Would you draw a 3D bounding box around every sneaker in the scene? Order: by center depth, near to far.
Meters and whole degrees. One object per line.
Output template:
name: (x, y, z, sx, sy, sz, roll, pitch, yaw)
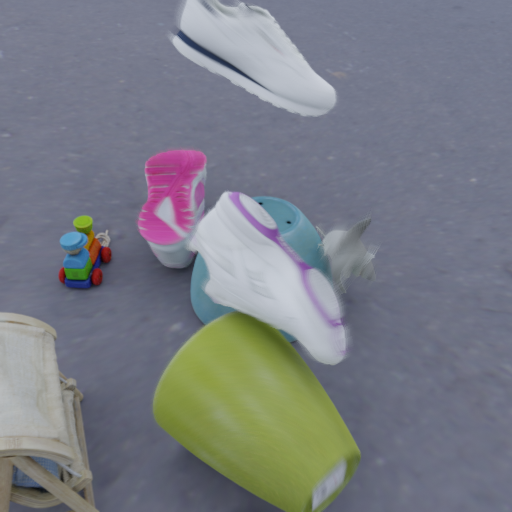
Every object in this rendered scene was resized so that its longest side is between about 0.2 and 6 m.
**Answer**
sneaker: (0.109, 0.338, 5.674, 1.992, 0.992, 0.746, 52, 22, 9)
sneaker: (0.126, -2.845, 7.901, 2.505, 1.008, 0.957, 22, 27, -16)
sneaker: (-1.320, -0.777, 9.045, 0.994, 1.078, 2.443, 3, 48, 4)

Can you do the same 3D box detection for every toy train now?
toy train: (-2.629, -0.274, 8.740, 0.633, 0.865, 1.495, 3, 40, 3)

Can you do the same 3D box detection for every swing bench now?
swing bench: (-2.385, 1.692, 5.697, 1.122, 1.729, 1.720, -13, 41, -16)

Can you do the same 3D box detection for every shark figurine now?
shark figurine: (1.228, -0.186, 7.282, 1.077, 0.752, 1.802, 54, 15, 13)

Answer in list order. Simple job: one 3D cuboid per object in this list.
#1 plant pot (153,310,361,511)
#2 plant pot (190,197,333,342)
plant pot: (0.128, 1.719, 5.715, 1.648, 1.648, 1.761, -29, 50, -31)
plant pot: (0.101, 0.013, 7.926, 2.107, 1.419, 2.107, 1, 39, -1)
